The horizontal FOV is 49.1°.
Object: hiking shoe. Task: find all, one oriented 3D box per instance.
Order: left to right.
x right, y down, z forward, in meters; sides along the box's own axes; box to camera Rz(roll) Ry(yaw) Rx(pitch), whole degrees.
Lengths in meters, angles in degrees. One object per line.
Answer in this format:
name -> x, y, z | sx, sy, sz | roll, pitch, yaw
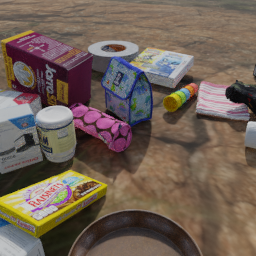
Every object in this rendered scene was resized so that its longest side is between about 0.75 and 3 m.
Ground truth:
hiking shoe -> 4.538, -1.048, 9.663 | 2.155, 0.816, 1.085 | 35, 57, 20

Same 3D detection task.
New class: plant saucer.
plant saucer -> 0.133, 2.547, 4.990 | 2.454, 0.423, 2.454 | 0, 33, 0

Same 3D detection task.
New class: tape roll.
tape roll -> -0.704, -3.545, 13.778 | 2.495, 0.824, 2.495 | 0, 34, 0

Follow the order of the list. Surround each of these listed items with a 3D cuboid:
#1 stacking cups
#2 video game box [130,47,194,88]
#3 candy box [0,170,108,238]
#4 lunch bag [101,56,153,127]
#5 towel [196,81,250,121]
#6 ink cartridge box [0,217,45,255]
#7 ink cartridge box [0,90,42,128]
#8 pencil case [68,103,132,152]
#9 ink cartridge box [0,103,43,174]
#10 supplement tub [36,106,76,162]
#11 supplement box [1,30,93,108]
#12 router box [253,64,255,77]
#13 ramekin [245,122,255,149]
stacking cups -> 2.020, -1.223, 10.559 | 0.601, 0.601, 1.985 | 20, 34, 27
video game box -> 1.447, -2.786, 12.615 | 2.393, 0.560, 2.180 | 19, 44, 25
candy box -> -1.521, 1.472, 5.959 | 1.183, 0.306, 2.313 | 14, 13, 24
lunch bag -> -0.029, -1.271, 9.365 | 1.222, 1.918, 1.630 | -21, 40, -29
towel -> 3.535, -1.097, 10.510 | 1.796, 0.367, 2.455 | 8, 34, 13
ink cartridge box -> -2.622, 2.511, 4.642 | 1.459, 0.842, 2.011 | 19, 38, 26
ink cartridge box -> -4.259, -0.371, 8.756 | 2.542, 1.088, 1.876 | 8, 34, 15
pencil case -> -0.966, -0.051, 8.444 | 2.177, 0.988, 1.020 | 22, 43, 33
ink cartridge box -> -2.980, 0.283, 7.342 | 1.144, 1.576, 0.660 | -18, 40, -25
supplement tub -> -1.944, 0.177, 7.705 | 0.972, 1.340, 0.972 | 0, 34, 0
supplement box -> -2.890, -2.041, 10.168 | 2.926, 1.916, 1.510 | 24, 41, 17
router box -> 7.100, -2.499, 12.380 | 2.407, 0.615, 1.795 | -17, 37, -24
ramekin -> 3.676, 0.202, 8.186 | 0.401, 0.822, 0.822 | 9, 34, 28
